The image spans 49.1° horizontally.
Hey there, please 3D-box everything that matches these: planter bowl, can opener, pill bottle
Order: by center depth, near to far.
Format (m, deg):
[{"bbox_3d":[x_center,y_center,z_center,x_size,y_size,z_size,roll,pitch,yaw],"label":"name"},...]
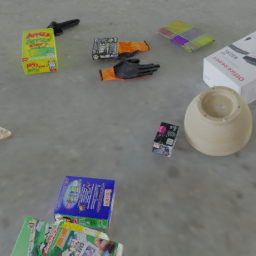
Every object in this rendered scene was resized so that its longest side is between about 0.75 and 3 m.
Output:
[{"bbox_3d":[-0.848,2.353,5.439,1.391,0.784,0.784,12,48,12],"label":"pill bottle"},{"bbox_3d":[2.293,-0.329,7.138,1.767,1.189,1.767,-6,60,11],"label":"planter bowl"},{"bbox_3d":[-2.822,-4.441,12.239,1.591,0.625,0.504,-31,15,-30],"label":"can opener"}]

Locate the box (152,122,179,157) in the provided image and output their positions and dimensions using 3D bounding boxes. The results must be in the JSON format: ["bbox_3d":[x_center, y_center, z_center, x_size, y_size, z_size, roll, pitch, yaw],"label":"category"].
[{"bbox_3d":[1.034,0.311,7.613,0.536,0.465,0.811,16,48,13],"label":"box"}]

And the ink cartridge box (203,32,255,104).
[{"bbox_3d":[3.956,-1.970,9.025,2.456,1.028,1.782,-28,52,-7],"label":"ink cartridge box"}]

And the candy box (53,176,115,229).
[{"bbox_3d":[-0.932,1.655,6.328,1.201,0.463,1.016,4,45,6],"label":"candy box"}]

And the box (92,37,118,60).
[{"bbox_3d":[-0.850,-3.022,10.586,0.939,0.286,1.165,-4,45,3],"label":"box"}]

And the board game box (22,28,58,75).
[{"bbox_3d":[-3.371,-2.987,10.700,1.176,0.551,2.315,-10,47,-9],"label":"board game box"}]

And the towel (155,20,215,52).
[{"bbox_3d":[2.391,-3.909,11.811,1.560,0.247,2.172,-32,55,-28],"label":"towel"}]

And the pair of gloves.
[{"bbox_3d":[-0.086,-2.607,10.499,2.206,0.306,2.476,-9,47,-8],"label":"pair of gloves"}]

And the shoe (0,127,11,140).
[{"bbox_3d":[-3.836,0.110,7.932,1.044,0.279,0.365,6,47,6],"label":"shoe"}]

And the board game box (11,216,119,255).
[{"bbox_3d":[-1.339,2.970,4.557,1.744,0.377,2.592,12,67,12],"label":"board game box"}]
